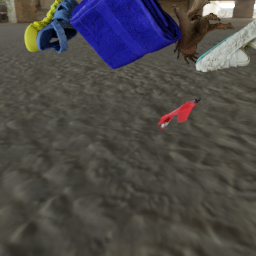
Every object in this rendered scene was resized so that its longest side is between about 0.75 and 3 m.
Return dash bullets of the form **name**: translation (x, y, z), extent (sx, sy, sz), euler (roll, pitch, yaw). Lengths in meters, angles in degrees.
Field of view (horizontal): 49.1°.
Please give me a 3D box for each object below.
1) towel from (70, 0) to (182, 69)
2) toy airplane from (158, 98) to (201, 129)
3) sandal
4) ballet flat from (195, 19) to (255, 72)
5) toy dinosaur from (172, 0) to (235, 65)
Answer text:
- **towel**: translation (-0.242, -2.380, 6.475), extent (0.658, 1.961, 2.655), euler (-47, 21, -25)
- **toy airplane**: translation (0.977, -0.306, 5.437), extent (1.036, 0.190, 1.036), euler (-39, 7, 6)
- **sandal**: translation (-2.195, -3.331, 9.311), extent (1.215, 1.109, 2.790), euler (18, 55, 5)
- **ballet flat**: translation (2.554, -1.801, 5.933), extent (2.287, 0.821, 0.821), euler (-36, 23, 12)
- **toy dinosaur**: translation (1.766, -2.659, 8.033), extent (1.188, 1.876, 2.768), euler (54, 33, 9)
